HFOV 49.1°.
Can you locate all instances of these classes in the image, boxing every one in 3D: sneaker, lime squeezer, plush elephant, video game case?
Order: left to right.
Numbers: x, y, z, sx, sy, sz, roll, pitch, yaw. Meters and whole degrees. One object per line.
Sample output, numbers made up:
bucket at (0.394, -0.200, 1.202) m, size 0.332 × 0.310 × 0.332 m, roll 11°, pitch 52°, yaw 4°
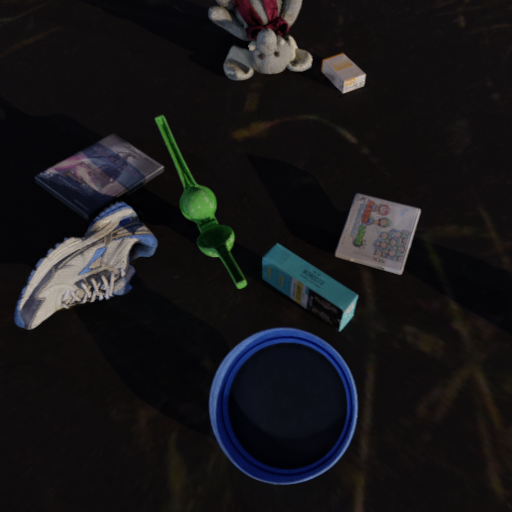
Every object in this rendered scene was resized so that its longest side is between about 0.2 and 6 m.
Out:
sneaker at (-2.695, 0.255, 9.324) m, size 1.234 × 1.116 × 2.898 m, roll 38°, pitch 52°, yaw 1°
video game case at (-3.043, -1.611, 11.025) m, size 1.443 × 0.192 × 2.020 m, roll 34°, pitch 52°, yaw 17°
lime squeezer at (-0.984, -0.749, 9.691) m, size 0.679 × 1.272 × 3.601 m, roll -31°, pitch 66°, yaw 9°
plush elephant at (0.154, -5.192, 12.894) m, size 2.250 × 2.732 × 2.115 m, roll -16°, pitch 77°, yaw 4°
video game case at (2.219, -0.427, 10.215) m, size 1.223 × 0.159 × 1.344 m, roll 16°, pitch 68°, yaw 16°

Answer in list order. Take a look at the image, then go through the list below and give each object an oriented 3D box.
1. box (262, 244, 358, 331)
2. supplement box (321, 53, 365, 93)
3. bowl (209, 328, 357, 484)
box at (0.872, 0.524, 9.459) m, size 1.677 × 0.690 × 0.412 m, roll 34°, pitch 61°, yaw 22°
supplement box at (2.042, -4.304, 13.187) m, size 0.599 × 0.349 × 0.950 m, roll -23°, pitch 57°, yaw -16°
bowl at (0.392, 2.099, 7.963) m, size 2.123 × 0.417 × 2.123 m, roll -5°, pitch 72°, yaw 17°
